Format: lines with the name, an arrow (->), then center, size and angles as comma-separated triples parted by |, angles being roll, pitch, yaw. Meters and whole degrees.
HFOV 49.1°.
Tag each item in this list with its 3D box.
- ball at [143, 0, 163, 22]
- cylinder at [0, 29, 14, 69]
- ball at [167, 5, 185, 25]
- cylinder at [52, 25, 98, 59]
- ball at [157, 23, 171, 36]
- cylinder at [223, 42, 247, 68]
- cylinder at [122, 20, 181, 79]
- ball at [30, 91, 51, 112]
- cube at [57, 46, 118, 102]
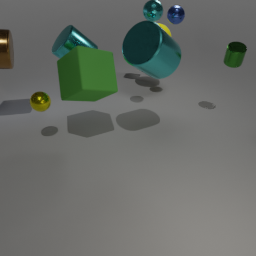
ball -> 0.853, -4.003, 9.572 | 0.700, 0.700, 0.700 | 0, 31, 0
cylinder -> -4.933, -2.839, 10.075 | 1.400, 1.400, 1.400 | -2, 31, -15
ball -> 1.870, -4.417, 10.944 | 0.700, 0.700, 0.700 | 0, 31, 0
cylinder -> -2.218, -3.300, 11.716 | 1.400, 1.400, 1.400 | 33, 13, -35
ball -> 1.344, -4.188, 13.193 | 1.400, 1.400, 1.400 | 0, 31, 0
cylinder -> 4.007, -2.746, 10.499 | 0.700, 0.700, 0.700 | -2, 53, 3
cylinder -> 0.762, -2.400, 8.780 | 1.400, 1.400, 1.400 | 25, 6, 35
ball -> -2.994, -0.903, 9.579 | 0.700, 0.700, 0.700 | 0, 31, 0
cube -> -1.366, -1.732, 9.343 | 1.400, 1.400, 1.400 | -3, -8, -42
